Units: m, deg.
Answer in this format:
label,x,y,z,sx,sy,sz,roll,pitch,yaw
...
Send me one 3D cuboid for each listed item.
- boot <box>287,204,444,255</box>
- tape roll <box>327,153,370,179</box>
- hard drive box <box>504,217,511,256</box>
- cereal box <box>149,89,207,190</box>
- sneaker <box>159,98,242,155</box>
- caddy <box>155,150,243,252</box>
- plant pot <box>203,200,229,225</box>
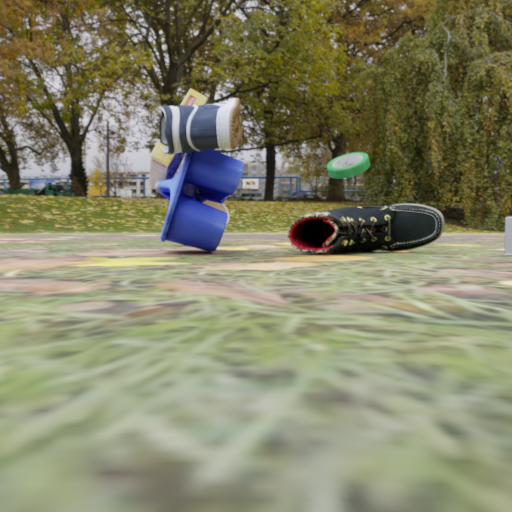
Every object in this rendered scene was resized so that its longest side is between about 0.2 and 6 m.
label,x,y,z,sx,sy,sz,roll,pitch,yaw
boot,2.246,-0.500,11.553,2.884,1.041,2.179,0,7,27
tape roll,2.124,-2.086,12.917,0.960,0.231,0.960,-16,26,8
hard drive box,5.947,-0.362,10.314,1.572,0.774,2.017,-1,3,-24
cereal box,-1.746,-2.410,12.152,0.463,1.685,2.342,29,-13,-6
sneaker,-1.050,-2.540,10.957,1.473,0.952,2.715,-3,16,3
caddy,-1.379,-1.237,11.917,1.596,2.150,3.041,18,-4,-9
plant pot,-1.825,-1.001,16.554,1.764,1.184,1.764,20,37,-16
